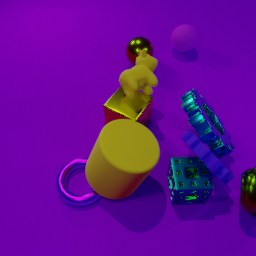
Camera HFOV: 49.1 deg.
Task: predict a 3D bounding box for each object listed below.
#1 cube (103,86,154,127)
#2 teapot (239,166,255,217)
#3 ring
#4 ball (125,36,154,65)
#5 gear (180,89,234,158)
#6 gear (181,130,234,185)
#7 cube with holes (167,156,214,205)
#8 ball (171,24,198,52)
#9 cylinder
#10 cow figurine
[{"bbox_3d":[0.017,-0.409,7.646,0.982,0.982,0.982,26,57,18],"label":"cube"},{"bbox_3d":[2.831,1.326,6.033,0.771,1.574,0.979,5,29,20],"label":"teapot"},{"bbox_3d":[-1.119,1.280,6.814,1.263,0.253,1.263,1,53,-1],"label":"ring"},{"bbox_3d":[0.379,-2.540,9.253,0.935,0.935,0.935,0,53,0],"label":"ball"},{"bbox_3d":[2.003,-0.140,7.057,0.338,1.827,1.827,-35,49,25],"label":"gear"},{"bbox_3d":[1.829,0.665,6.543,0.271,1.464,1.464,-43,59,7],"label":"gear"},{"bbox_3d":[1.406,1.228,6.512,0.819,0.819,0.819,-2,53,-1],"label":"cube with holes"},{"bbox_3d":[1.945,-3.111,9.715,0.910,0.910,0.910,0,53,0],"label":"ball"},{"bbox_3d":[-0.159,0.721,6.323,1.351,1.351,1.351,12,50,-15],"label":"cylinder"},{"bbox_3d":[0.263,-1.438,7.287,1.275,0.700,1.255,-16,65,-27],"label":"cow figurine"}]
